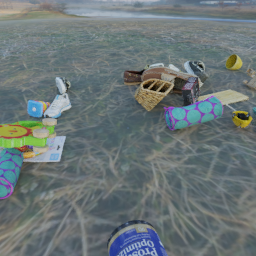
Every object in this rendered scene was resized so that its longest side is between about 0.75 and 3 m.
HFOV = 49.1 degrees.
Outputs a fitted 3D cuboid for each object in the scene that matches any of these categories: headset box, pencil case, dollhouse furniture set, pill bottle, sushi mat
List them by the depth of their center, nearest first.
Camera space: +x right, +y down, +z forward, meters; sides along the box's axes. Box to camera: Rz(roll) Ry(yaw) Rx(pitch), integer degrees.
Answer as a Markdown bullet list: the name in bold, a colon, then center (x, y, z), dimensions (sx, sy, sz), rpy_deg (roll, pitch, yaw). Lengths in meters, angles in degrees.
- **pill bottle**: center (0.298, 2.458, 4.568), dimensions (0.973, 0.973, 1.740), rpy_deg (-8, 28, -14)
- **pencil case**: center (-3.260, 1.164, 7.454), dimensions (0.705, 0.649, 1.526), rpy_deg (10, 24, -15)
- **pencil case**: center (2.358, -0.562, 10.173), dimensions (1.976, 0.913, 0.841), rpy_deg (-17, 13, -5)
- **headset box**: center (2.738, -1.548, 12.192), dimensions (0.459, 0.884, 1.187), rpy_deg (4, 40, 29)
- **sushi mat**: center (4.289, -1.356, 12.918), dimensions (2.439, 0.148, 1.167), rpy_deg (-14, 31, -25)
- **dollhouse furniture set**: center (6.701, -2.335, 14.349), dimensions (0.781, 0.914, 1.764), rpy_deg (33, 11, -30)

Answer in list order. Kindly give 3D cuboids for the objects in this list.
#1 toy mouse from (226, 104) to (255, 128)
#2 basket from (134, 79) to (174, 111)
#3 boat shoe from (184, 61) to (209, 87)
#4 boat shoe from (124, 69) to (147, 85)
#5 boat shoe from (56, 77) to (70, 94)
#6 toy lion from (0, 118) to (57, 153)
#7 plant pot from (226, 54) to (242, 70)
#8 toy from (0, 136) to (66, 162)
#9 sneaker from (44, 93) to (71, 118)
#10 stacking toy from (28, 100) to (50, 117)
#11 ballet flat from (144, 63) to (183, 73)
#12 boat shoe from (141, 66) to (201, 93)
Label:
- **toy mouse**: center (5.058, -0.177, 10.223), dimensions (2.314, 0.504, 2.604), rpy_deg (0, 27, 1)
- **basket**: center (1.092, -1.653, 11.994), dimensions (1.109, 1.157, 1.553), rpy_deg (44, 36, 0)
- **boat shoe**: center (3.797, -3.120, 15.200), dimensions (0.984, 0.886, 2.782), rpy_deg (35, 26, -21)
- **boat shoe**: center (0.863, -2.769, 15.011), dimensions (2.220, 0.780, 0.781), rpy_deg (-6, 25, -14)
- **boat shoe**: center (-3.227, -2.221, 14.062), dimensions (0.587, 0.652, 1.844), rpy_deg (-11, 28, -17)
- **toy lion**: center (-3.128, 0.145, 8.226), dimensions (1.768, 0.633, 1.844), rpy_deg (6, 17, -5)
- **plant pot**: center (6.699, -4.033, 17.469), dimensions (0.679, 0.957, 0.957), rpy_deg (16, 21, -22)
- **toy**: center (-3.499, 0.430, 8.887), dimensions (2.777, 0.656, 1.599), rpy_deg (-2, 28, -4)
- **sneaker**: center (-2.943, -0.955, 11.524), dimensions (0.632, 0.730, 1.685), rpy_deg (8, 29, 13)
- **stacking toy**: center (-3.594, -0.890, 11.659), dimensions (0.669, 0.633, 1.153), rpy_deg (12, 18, 11)
- **ballet flat**: center (2.123, -3.228, 15.850), dimensions (2.490, 0.880, 0.880), rpy_deg (6, 28, 12)
- **boat shoe**: center (2.043, -2.294, 13.637), dimensions (2.934, 1.111, 1.053), rpy_deg (8, 29, 13)
